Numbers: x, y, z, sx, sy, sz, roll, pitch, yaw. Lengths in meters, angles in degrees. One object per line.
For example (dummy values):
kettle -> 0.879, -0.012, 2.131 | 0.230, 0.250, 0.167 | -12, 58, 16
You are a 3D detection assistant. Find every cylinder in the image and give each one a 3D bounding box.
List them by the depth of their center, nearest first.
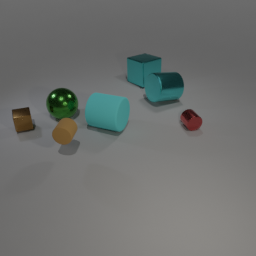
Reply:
cylinder -> -2.185, 0.110, 9.728 | 0.700, 0.700, 0.700 | 4, 30, 6
cylinder -> -0.819, -0.662, 11.464 | 1.400, 1.400, 1.400 | 11, 34, 20
cylinder -> 2.671, -0.345, 11.838 | 0.700, 0.700, 0.700 | -9, 33, -14
cylinder -> 1.757, -2.005, 13.643 | 1.400, 1.400, 1.400 | -9, 32, -29

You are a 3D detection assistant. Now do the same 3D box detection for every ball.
ball -> -2.898, -1.074, 12.376 | 1.400, 1.400, 1.400 | 0, 32, 0

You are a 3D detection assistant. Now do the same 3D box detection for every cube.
cube -> -4.375, -0.361, 11.631 | 0.700, 0.700, 0.700 | -11, 38, -19
cube -> 0.908, -3.283, 15.792 | 1.400, 1.400, 1.400 | -22, 35, -32
